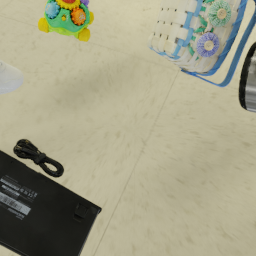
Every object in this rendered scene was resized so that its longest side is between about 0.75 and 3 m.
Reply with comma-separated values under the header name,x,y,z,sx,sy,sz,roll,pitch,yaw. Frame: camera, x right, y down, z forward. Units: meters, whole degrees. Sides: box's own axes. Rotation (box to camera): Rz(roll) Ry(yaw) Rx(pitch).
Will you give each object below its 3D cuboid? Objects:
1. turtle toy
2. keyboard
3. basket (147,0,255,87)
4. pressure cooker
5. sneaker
name,x,y,z,sx,sy,sz,roll,pitch,yaw
turtle toy,-1.577,-3.253,7.509,1.401,0.972,1.922,11,59,-9
keyboard,-1.538,0.868,3.937,2.392,0.307,1.436,33,52,-9
basket,1.580,-1.836,5.516,2.116,1.866,1.472,4,22,-33
pressure cooker,2.711,-0.784,4.511,1.479,1.301,1.321,18,45,36
sneaker,-3.168,-1.492,5.794,1.194,2.403,0.936,-50,55,21
